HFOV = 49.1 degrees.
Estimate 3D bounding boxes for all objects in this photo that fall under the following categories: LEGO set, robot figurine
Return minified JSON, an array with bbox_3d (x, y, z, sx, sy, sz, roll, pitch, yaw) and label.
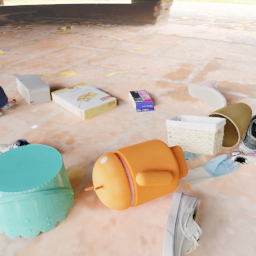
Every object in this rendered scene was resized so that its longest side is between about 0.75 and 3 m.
[{"bbox_3d":[-5.583,-0.846,12.203,1.074,0.353,1.438,17,47,26],"label":"LEGO set"},{"bbox_3d":[0.257,1.205,7.412,2.712,1.582,1.951,-15,38,-22],"label":"robot figurine"}]

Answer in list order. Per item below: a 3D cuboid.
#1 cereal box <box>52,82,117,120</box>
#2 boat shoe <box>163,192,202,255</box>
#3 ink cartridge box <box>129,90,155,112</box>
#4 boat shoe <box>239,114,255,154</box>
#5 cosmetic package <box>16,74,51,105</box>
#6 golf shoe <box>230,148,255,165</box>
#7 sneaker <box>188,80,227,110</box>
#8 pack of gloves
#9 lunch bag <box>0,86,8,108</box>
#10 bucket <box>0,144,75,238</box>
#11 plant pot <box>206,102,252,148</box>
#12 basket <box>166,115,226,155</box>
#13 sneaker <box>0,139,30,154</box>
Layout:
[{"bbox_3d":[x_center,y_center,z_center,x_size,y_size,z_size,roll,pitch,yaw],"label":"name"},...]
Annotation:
[{"bbox_3d":[-1.980,-1.280,12.577,1.805,0.496,2.509,-27,40,-37],"label":"cereal box"},{"bbox_3d":[1.273,2.351,6.312,0.775,0.849,2.359,4,23,16],"label":"boat shoe"},{"bbox_3d":[0.612,-1.249,12.764,0.820,0.321,1.732,-6,34,-10],"label":"ink cartridge box"},{"bbox_3d":[4.668,0.054,9.871,0.867,0.853,2.404,32,45,13],"label":"boat shoe"},{"bbox_3d":[-4.478,-1.844,13.218,1.025,0.865,1.919,-18,32,-33],"label":"cosmetic package"},{"bbox_3d":[3.794,1.024,8.807,1.145,0.416,0.527,11,35,2],"label":"golf shoe"},{"bbox_3d":[3.917,-1.624,12.775,1.218,0.877,2.330,-19,31,-19],"label":"sneaker"},{"bbox_3d":[2.354,0.940,8.994,2.115,0.417,1.777,-15,35,-24],"label":"pack of gloves"},{"bbox_3d":[-5.951,-1.164,11.652,0.988,1.014,1.493,14,46,25],"label":"lunch bag"},{"bbox_3d":[-2.490,1.504,7.092,2.169,1.411,2.169,-1,31,0],"label":"bucket"},{"bbox_3d":[3.652,-0.270,9.794,1.480,1.379,1.379,-35,44,-28],"label":"plant pot"},{"bbox_3d":[2.223,0.198,9.210,1.686,1.040,1.143,6,15,33],"label":"basket"},{"bbox_3d":[-3.544,0.652,9.142,1.751,0.746,0.675,8,32,15],"label":"sneaker"}]
